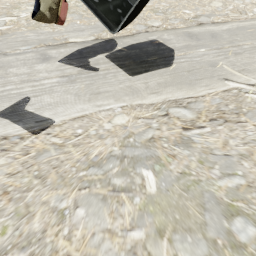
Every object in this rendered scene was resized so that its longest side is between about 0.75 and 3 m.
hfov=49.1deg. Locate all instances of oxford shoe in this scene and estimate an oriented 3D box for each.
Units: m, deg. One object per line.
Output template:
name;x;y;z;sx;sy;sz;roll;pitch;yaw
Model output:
oxford shoe;-2.140;-4.117;7.562;1.051;2.809;0.990;-10;46;-27

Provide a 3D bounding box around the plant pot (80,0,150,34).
plant pot;-0.095;-3.917;7.362;1.928;1.933;1.715;47;36;2
